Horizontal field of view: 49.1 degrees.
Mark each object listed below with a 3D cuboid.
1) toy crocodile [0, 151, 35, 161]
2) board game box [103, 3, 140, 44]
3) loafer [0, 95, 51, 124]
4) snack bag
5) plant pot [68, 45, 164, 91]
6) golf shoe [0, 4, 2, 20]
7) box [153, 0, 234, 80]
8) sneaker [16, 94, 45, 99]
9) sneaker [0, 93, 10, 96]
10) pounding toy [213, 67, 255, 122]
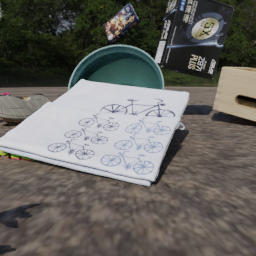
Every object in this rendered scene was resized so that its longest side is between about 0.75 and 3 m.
[{"bbox_3d":[-1.933,0.425,4.982,1.086,0.335,0.367,6,12,11],"label":"toy crocodile"},{"bbox_3d":[-0.279,-4.049,10.871,1.390,0.942,0.241,-33,-30,23],"label":"board game box"},{"bbox_3d":[-3.488,-0.482,9.034,0.828,0.947,2.633,-45,-9,23],"label":"loafer"},{"bbox_3d":[-0.387,-0.235,5.187,2.813,0.319,2.983,9,34,21],"label":"snack bag"},{"bbox_3d":[-0.198,-0.702,6.985,2.201,2.201,1.474,2,-17,8],"label":"plant pot"},{"bbox_3d":[-2.771,-2.267,5.026,0.670,0.832,1.712,10,-22,-8],"label":"golf shoe"},{"bbox_3d":[1.911,-2.727,8.453,1.769,2.160,0.930,10,14,-18],"label":"box"},{"bbox_3d":[-4.563,-1.037,12.680,1.805,0.631,0.812,-11,-19,-7],"label":"sneaker"},{"bbox_3d":[-6.062,-1.335,13.655,0.736,0.682,1.827,-4,11,-20],"label":"sneaker"},{"bbox_3d":[4.078,-0.908,9.128,2.706,1.924,2.491,22,23,38],"label":"pounding toy"}]
